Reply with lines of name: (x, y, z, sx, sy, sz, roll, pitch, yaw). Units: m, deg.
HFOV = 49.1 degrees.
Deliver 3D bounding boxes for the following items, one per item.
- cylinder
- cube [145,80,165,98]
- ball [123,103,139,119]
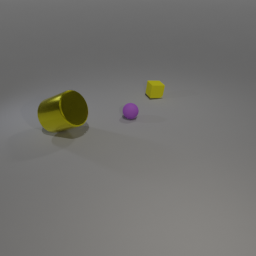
cylinder: (-2.491, -0.613, 10.755, 1.400, 1.400, 1.400, -13, 17, 37)
cube: (1.378, -1.983, 14.329, 0.700, 0.700, 0.700, -2, 30, -19)
ball: (0.112, -0.741, 12.185, 0.700, 0.700, 0.700, 0, 29, 0)
